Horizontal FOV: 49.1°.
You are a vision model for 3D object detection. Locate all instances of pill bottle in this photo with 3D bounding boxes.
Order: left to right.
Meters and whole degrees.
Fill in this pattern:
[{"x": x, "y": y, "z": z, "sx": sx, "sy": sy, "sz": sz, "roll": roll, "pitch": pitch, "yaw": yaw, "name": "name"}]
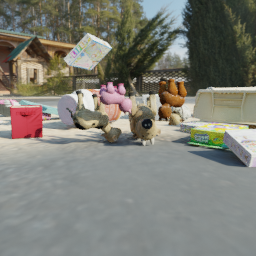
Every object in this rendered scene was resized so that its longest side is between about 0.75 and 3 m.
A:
[{"x": -1.428, "y": -0.790, "z": 10.918, "sx": 1.447, "sy": 1.447, "sz": 2.580, "roll": 5, "pitch": 9, "yaw": 32, "name": "pill bottle"}]

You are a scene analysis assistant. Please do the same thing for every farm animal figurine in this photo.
[{"x": 0.202, "y": -0.244, "z": 7.759, "sx": 2.947, "sy": 1.537, "sz": 2.915, "roll": -5, "pitch": -5, "yaw": 15, "name": "farm animal figurine"}]

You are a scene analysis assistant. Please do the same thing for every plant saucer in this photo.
[{"x": -3.679, "y": -0.856, "z": 12.999, "sx": 0.912, "sy": 0.248, "sz": 2.610, "roll": 25, "pitch": 7, "yaw": 38, "name": "plant saucer"}]

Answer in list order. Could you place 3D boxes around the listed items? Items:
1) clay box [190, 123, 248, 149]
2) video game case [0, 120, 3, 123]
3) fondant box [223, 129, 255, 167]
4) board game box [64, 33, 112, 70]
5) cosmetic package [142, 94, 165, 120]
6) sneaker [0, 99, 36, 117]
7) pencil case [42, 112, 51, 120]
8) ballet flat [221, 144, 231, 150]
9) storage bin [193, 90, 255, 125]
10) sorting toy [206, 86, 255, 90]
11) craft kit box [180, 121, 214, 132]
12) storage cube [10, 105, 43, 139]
[{"x": 2.508, "y": 0.185, "z": 7.751, "sx": 1.064, "sy": 0.441, "sz": 1.851, "roll": 8, "pitch": 11, "yaw": 38, "name": "clay box"}, {"x": -5.983, "y": -0.250, "z": 12.032, "sx": 0.975, "sy": 0.085, "sz": 0.697, "roll": -6, "pitch": 10, "yaw": -38, "name": "video game case"}, {"x": 2.613, "y": 0.390, "z": 5.852, "sx": 0.797, "sy": 0.322, "sz": 1.105, "roll": -1, "pitch": 23, "yaw": -9, "name": "fondant box"}, {"x": -1.370, "y": -2.648, "z": 9.942, "sx": 1.198, "sy": 0.305, "sz": 1.781, "roll": -42, "pitch": -6, "yaw": 16, "name": "board game box"}, {"x": 1.780, "y": -1.084, "z": 13.991, "sx": 1.495, "sy": 1.179, "sz": 2.779, "roll": 5, "pitch": 8, "yaw": 19, "name": "cosmetic package"}, {"x": -6.104, "y": -0.997, "z": 15.177, "sx": 2.288, "sy": 0.919, "sz": 0.988, "roll": 4, "pitch": -7, "yaw": -44, "name": "sneaker"}, {"x": -4.224, "y": -0.595, "z": 12.624, "sx": 1.439, "sy": 0.629, "sz": 0.629, "roll": -5, "pitch": 10, "yaw": -40, "name": "pencil case"}, {"x": 2.655, "y": 0.400, "z": 6.590, "sx": 0.848, "sy": 0.298, "sz": 0.285, "roll": 9, "pitch": 12, "yaw": 27, "name": "ballet flat"}, {"x": 4.210, "y": -0.769, "z": 10.833, "sx": 2.526, "sy": 1.192, "sz": 2.544, "roll": 7, "pitch": 5, "yaw": 39, "name": "storage bin"}, {"x": 5.105, "y": -1.290, "z": 15.024, "sx": 2.972, "sy": 1.588, "sz": 2.675, "roll": -4, "pitch": 1, "yaw": -17, "name": "sorting toy"}, {"x": 2.699, "y": -0.002, "z": 9.680, "sx": 1.266, "sy": 0.311, "sz": 1.282, "roll": -8, "pitch": 11, "yaw": -30, "name": "craft kit box"}, {"x": -3.156, "y": -0.213, "z": 8.743, "sx": 0.912, "sy": 0.959, "sz": 1.067, "roll": -3, "pitch": 9, "yaw": -19, "name": "storage cube"}]
